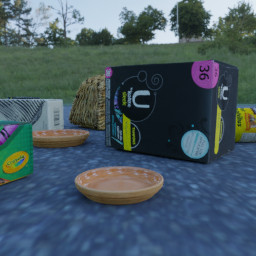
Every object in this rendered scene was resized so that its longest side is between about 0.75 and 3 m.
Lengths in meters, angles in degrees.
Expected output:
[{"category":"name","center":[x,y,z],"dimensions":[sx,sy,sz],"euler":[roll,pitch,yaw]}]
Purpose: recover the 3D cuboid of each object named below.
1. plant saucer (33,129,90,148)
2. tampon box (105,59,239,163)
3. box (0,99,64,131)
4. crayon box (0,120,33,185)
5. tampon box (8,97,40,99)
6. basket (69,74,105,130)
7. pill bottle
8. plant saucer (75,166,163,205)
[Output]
[{"category":"plant saucer","center":[-1.729,0.250,6.933],"dimensions":[1.547,0.290,1.547],"euler":[0,6,0]},{"category":"tampon box","center":[0.878,-0.402,5.895],"dimensions":[2.374,1.780,1.499],"euler":[5,8,37]},{"category":"box","center":[-3.493,-0.386,8.985],"dimensions":[2.739,1.125,0.936],"euler":[0,7,16]},{"category":"crayon box","center":[-2.943,0.311,3.920],"dimensions":[2.769,0.807,1.645],"euler":[3,7,26]},{"category":"tampon box","center":[-3.993,-0.611,10.691],"dimensions":[0.970,1.152,1.537],"euler":[-4,7,-29]},{"category":"basket","center":[-0.643,-1.087,10.937],"dimensions":[2.872,2.050,2.140],"euler":[-5,9,-41]},{"category":"pill bottle","center":[2.912,-0.080,7.203],"dimensions":[1.597,0.872,0.872],"euler":[0,6,2]},{"category":"plant saucer","center":[-0.105,0.687,3.407],"dimensions":[1.064,0.199,1.064],"euler":[0,6,0]}]
